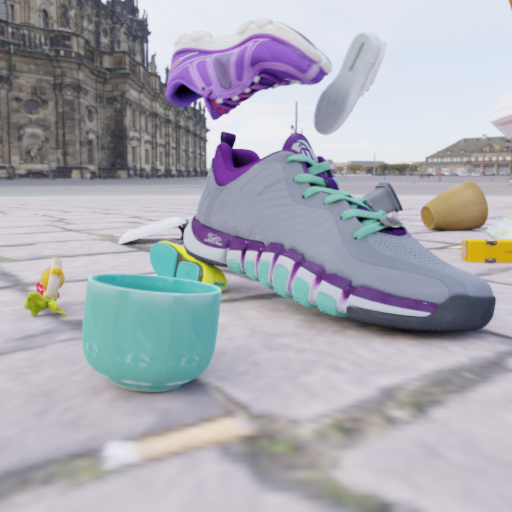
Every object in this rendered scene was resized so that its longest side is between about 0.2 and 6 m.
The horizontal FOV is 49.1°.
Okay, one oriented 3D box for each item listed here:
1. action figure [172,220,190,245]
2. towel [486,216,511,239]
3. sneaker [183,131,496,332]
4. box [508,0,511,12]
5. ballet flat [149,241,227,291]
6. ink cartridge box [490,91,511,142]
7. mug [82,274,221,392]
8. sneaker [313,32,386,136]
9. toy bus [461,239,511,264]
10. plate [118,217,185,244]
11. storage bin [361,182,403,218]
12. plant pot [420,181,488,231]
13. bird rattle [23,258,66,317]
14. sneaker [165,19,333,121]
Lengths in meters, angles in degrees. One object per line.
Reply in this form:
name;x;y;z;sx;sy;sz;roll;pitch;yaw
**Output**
action figure;-1.098;-0.571;11.477;1.247;0.636;0.741;-41;51;-10
towel;4.923;-0.498;9.867;1.287;0.310;1.102;-26;21;-2
sneaker;0.600;-0.394;5.444;3.542;1.550;1.318;18;11;40
box;3.697;-3.711;7.534;0.287;0.823;1.383;23;-8;44
ballet flat;-0.815;0.170;6.775;0.492;0.490;1.467;9;7;-34
ink cartridge box;4.531;-2.078;8.795;1.334;0.560;0.970;31;-19;-23
mug;-0.615;0.474;3.576;0.826;0.622;1.006;8;3;30
sneaker;1.664;-2.881;9.630;0.662;1.869;0.683;-8;49;-44
toy bus;3.858;-0.077;8.814;1.122;0.365;0.439;0;7;4
plate;-2.168;-0.569;11.707;1.309;0.212;1.306;-17;8;0
storage bin;3.898;-1.603;18.093;1.093;1.184;1.627;-28;8;3
plant pot;4.946;-1.130;14.282;1.345;1.253;1.253;-17;12;-13
bird rattle;-1.970;0.302;5.441;0.397;0.574;0.704;16;12;-16
sneaker;-0.217;-2.931;9.376;3.357;1.400;1.354;11;-9;42
